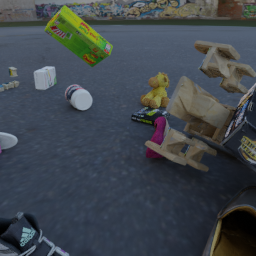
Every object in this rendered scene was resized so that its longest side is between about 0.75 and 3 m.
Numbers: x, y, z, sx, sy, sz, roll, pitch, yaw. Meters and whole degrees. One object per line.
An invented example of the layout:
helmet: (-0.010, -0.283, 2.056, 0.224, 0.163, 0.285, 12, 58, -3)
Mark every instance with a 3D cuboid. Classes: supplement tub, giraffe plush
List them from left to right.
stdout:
supplement tub: (-1.740, -1.079, 9.882, 0.717, 0.717, 1.022, -13, 27, -27)
giraffe plush: (1.125, -1.424, 10.182, 1.354, 1.098, 1.168, -20, 31, -37)

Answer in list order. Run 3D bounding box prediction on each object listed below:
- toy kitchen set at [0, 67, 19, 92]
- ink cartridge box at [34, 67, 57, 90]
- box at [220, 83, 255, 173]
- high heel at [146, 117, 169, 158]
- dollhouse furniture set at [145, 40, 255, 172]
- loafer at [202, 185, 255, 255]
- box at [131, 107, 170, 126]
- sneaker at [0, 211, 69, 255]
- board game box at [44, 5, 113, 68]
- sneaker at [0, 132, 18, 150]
toy kitchen set: (-5.340, -2.119, 12.024, 0.620, 0.843, 1.052, 15, 29, 29)
ink cartridge box: (-3.599, -2.185, 12.242, 0.452, 0.780, 1.078, 6, 25, 13)
box: (3.216, 0.445, 5.119, 2.782, 0.691, 2.761, 39, 36, 9)
high heel: (0.712, 0.200, 7.330, 0.909, 0.638, 1.891, -21, 15, -1)
dollhouse furniture set: (1.658, -0.386, 6.468, 2.558, 2.349, 1.664, 21, 6, -42)
loafer: (1.659, 1.499, 3.827, 1.042, 1.034, 2.862, 12, 26, 26)
box: (0.730, -0.387, 8.969, 0.914, 0.225, 0.946, 13, 28, 32)
sneaker: (-1.151, 1.550, 3.492, 1.745, 1.221, 0.678, 6, 25, 14)
board game box: (-1.217, -2.246, 7.044, 0.774, 1.524, 0.363, -21, 45, 44)
sneaker: (-3.515, 0.182, 7.345, 1.452, 0.513, 0.720, -2, 29, 6)
